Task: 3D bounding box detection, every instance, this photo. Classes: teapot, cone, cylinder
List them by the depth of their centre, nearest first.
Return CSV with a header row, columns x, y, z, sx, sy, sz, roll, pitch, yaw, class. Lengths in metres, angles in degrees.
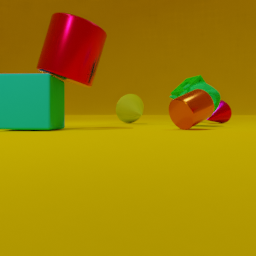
x,y,z,sx,sy,sz,roll,pitch,yaw,class
-1.242,-1.691,6.247,1.260,1.260,1.260,17,2,-1,cylinder
1.441,-0.433,6.397,0.744,0.744,0.744,-25,16,-30,cylinder
1.962,-0.831,8.299,1.296,1.020,2.084,-44,16,-18,teapot
0.272,-0.579,9.950,1.112,1.112,1.117,-1,15,-22,cone
3.111,-0.448,10.186,0.936,0.932,0.932,-27,20,-38,cone

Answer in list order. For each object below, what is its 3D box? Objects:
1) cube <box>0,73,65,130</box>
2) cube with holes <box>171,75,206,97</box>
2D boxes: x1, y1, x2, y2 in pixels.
x,y,z,sx,sy,sz,roll,pitch,yaw,class
-2.120,-0.548,6.249,1.144,1.144,1.144,0,1,3,cube
2.713,-1.437,11.890,1.061,1.061,1.061,-42,15,-15,cube with holes
